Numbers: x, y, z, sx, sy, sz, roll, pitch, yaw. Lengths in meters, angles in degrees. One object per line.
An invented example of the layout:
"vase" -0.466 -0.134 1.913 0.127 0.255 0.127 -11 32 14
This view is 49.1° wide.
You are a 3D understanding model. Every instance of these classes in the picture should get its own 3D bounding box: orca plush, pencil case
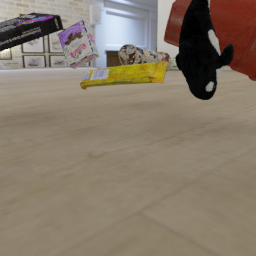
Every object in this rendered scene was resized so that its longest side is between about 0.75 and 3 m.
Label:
"orca plush" 0.986 -1.173 3.827 0.856 1.627 0.578 21 24 30
"pencil case" 0.790 -2.790 11.469 2.421 0.942 1.083 -4 29 -45

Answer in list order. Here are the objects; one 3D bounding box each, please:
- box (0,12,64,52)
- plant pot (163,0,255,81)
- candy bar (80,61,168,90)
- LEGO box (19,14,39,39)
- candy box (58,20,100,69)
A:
"box" -3.704 -2.873 8.556 2.900 0.523 2.073 -32 38 -25
"plant pot" 2.490 -2.939 7.288 2.707 2.784 2.784 17 16 4
"candy bar" -0.222 -1.362 7.339 2.650 0.661 0.294 1 -28 33
"LEGO box" -3.605 -3.714 10.295 0.360 0.696 0.934 8 8 8
"candy box" -1.883 -3.155 10.670 1.195 1.424 0.509 -22 -10 19
